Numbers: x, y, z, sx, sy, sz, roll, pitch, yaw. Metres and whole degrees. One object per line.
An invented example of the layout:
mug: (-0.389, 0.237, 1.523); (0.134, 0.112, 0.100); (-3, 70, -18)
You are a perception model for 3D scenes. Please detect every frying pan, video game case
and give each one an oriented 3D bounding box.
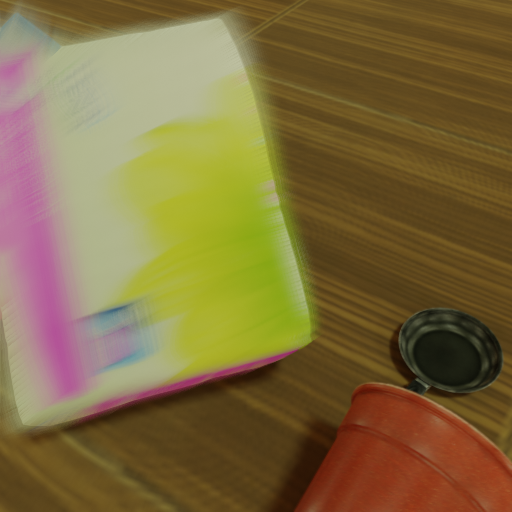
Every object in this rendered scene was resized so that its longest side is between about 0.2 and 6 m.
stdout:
frying pan: (2.348, 1.525, 7.006); (1.304, 0.351, 2.155); (15, 49, 16)
video game case: (-3.071, -2.463, 7.947); (1.709, 0.152, 1.223); (36, 73, -8)

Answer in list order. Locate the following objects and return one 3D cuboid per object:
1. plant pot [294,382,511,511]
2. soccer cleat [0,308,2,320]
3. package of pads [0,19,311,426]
plant pot: (1.187, 2.496, 5.161); (1.875, 1.875, 1.824); (30, 61, 26)
soccer cleat: (-4.179, 0.117, 8.191); (0.979, 0.854, 2.559); (-33, 53, 7)
package of pads: (-1.376, -0.549, 6.847); (3.372, 1.488, 4.364); (-14, 79, -9)
